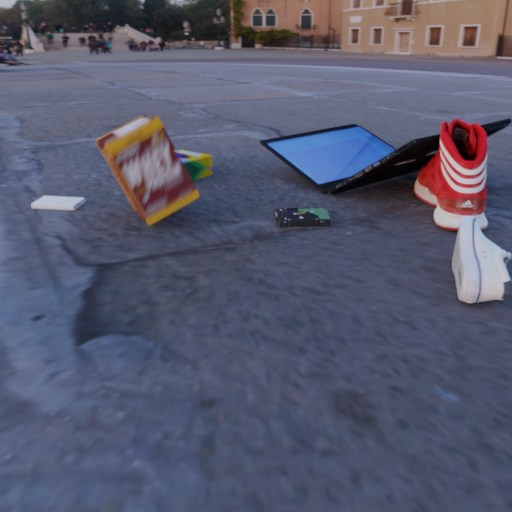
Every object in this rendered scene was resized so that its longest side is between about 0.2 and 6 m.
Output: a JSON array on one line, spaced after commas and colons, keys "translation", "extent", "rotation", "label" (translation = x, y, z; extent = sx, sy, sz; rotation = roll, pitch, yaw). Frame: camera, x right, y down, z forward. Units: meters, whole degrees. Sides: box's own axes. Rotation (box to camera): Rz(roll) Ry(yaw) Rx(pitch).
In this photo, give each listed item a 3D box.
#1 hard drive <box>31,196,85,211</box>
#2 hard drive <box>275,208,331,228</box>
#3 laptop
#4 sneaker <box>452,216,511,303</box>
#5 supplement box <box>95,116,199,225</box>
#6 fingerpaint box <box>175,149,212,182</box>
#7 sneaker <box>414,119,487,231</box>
[{"translation": [-4.012, -1.074, 11.387], "extent": [0.886, 0.116, 0.584], "rotation": [3, 24, 7], "label": "hard drive"}, {"translation": [0.871, -0.712, 10.470], "extent": [0.977, 0.185, 0.683], "rotation": [-2, 24, -4], "label": "hard drive"}, {"translation": [2.791, -2.760, 12.615], "extent": [3.522, 2.053, 3.974], "rotation": [-19, -5, -35], "label": "laptop"}, {"translation": [3.253, 0.067, 8.069], "extent": [0.714, 0.737, 2.018], "rotation": [7, 34, 12], "label": "sneaker"}, {"translation": [-2.017, -1.607, 10.252], "extent": [1.049, 1.558, 1.580], "rotation": [-31, 23, -11], "label": "supplement box"}, {"translation": [-1.970, -2.161, 13.385], "extent": [1.427, 0.523, 1.190], "rotation": [16, 28, 32], "label": "fingerpaint box"}, {"translation": [3.922, -1.818, 10.908], "extent": [1.254, 1.849, 3.200], "rotation": [1, 24, 2], "label": "sneaker"}]
